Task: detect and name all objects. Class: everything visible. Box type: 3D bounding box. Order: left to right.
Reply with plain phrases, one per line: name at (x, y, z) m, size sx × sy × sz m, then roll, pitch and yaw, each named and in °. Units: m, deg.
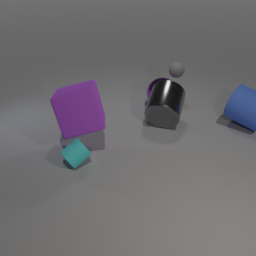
cylinder at (-1.663, 0.803, 8.958) m, size 0.700 × 0.700 × 0.700 m, roll -41°, pitch 40°, yaw -9°
cube at (-1.600, -0.659, 9.335) m, size 1.400 × 1.400 × 1.400 m, roll -14°, pitch 22°, yaw 0°
ball at (1.567, -1.630, 12.987) m, size 1.400 × 1.400 × 1.400 m, roll 0°, pitch 29°, yaw 0°
cylinder at (1.496, -0.950, 11.252) m, size 1.400 × 1.400 × 1.400 m, roll 9°, pitch 55°, yaw 16°
ball at (2.181, -2.594, 12.543) m, size 0.700 × 0.700 × 0.700 m, roll 0°, pitch 29°, yaw 0°
cylinder at (4.761, -0.811, 11.069) m, size 1.400 × 1.400 × 1.400 m, roll 33°, pitch 41°, yaw 24°
